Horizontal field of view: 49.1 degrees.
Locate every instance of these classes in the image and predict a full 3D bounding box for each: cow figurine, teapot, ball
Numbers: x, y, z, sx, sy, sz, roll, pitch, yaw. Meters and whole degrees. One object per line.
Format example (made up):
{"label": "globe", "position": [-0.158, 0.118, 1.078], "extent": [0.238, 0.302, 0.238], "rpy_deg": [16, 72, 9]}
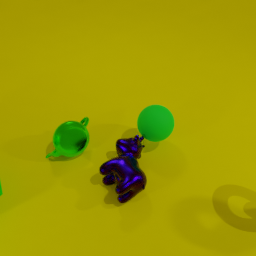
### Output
{"label": "cow figurine", "position": [0.048, 0.776, 5.812], "extent": [1.280, 0.714, 1.301], "rpy_deg": [-30, 47, -21]}
{"label": "teapot", "position": [-1.341, 0.245, 6.313], "extent": [1.328, 0.826, 0.650], "rpy_deg": [-47, 29, -9]}
{"label": "ball", "position": [0.621, -0.108, 6.291], "extent": [0.840, 0.840, 0.840], "rpy_deg": [0, 44, 0]}

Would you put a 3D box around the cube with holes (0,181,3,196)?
{"label": "cube with holes", "position": [-3.296, 0.812, 4.804], "extent": [1.383, 1.383, 1.383], "rpy_deg": [-39, 49, 4]}
